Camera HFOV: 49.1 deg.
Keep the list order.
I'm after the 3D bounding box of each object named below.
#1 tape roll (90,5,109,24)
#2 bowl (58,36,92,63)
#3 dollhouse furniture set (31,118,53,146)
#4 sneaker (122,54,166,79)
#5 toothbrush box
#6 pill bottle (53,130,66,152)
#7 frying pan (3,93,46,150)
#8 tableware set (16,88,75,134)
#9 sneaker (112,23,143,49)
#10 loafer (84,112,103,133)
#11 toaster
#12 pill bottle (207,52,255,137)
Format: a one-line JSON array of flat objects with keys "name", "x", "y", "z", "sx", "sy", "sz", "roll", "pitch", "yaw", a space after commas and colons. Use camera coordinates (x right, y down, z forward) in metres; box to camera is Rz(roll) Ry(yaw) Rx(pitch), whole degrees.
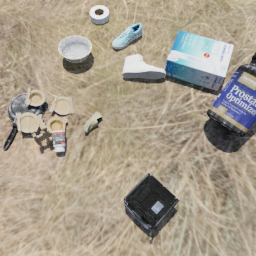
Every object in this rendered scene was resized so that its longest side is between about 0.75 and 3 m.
[{"name": "tape roll", "x": -1.407, "y": -5.633, "z": 13.923, "sx": 0.979, "sy": 0.342, "sz": 0.979, "roll": 0, "pitch": 63, "yaw": 0}, {"name": "bowl", "x": -2.337, "y": -3.385, "z": 12.585, "sx": 1.475, "sy": 0.692, "sz": 1.475, "roll": 1, "pitch": 58, "yaw": -2}, {"name": "dollhouse furniture set", "x": -3.282, "y": 0.166, "z": 10.556, "sx": 0.642, "sy": 1.238, "sz": 0.548, "roll": -28, "pitch": 67, "yaw": -13}, {"name": "sneaker", "x": 0.732, "y": -2.759, "z": 12.310, "sx": 1.887, "sy": 0.695, "sz": 1.090, "roll": 4, "pitch": 67, "yaw": 3}, {"name": "toothbrush box", "x": 3.054, "y": -2.947, "z": 12.192, "sx": 2.503, "sy": 1.067, "sz": 1.832, "roll": 20, "pitch": 66, "yaw": 8}, {"name": "pill bottle", "x": -2.634, "y": 0.515, "z": 10.737, "sx": 0.461, "sy": 0.461, "sz": 0.795, "roll": -6, "pitch": 83, "yaw": -3}, {"name": "frying pan", "x": -4.534, "y": -0.497, "z": 11.385, "sx": 1.570, "sy": 0.423, "sz": 2.596, "roll": 37, "pitch": 66, "yaw": 15}, {"name": "tableware set", "x": -3.300, "y": -0.606, "z": 11.271, "sx": 2.233, "sy": 0.259, "sz": 1.865, "roll": 9, "pitch": 67, "yaw": -11}, {"name": "sneaker", "x": -0.052, "y": -4.378, "z": 13.092, "sx": 1.752, "sy": 0.718, "sz": 0.648, "roll": -40, "pitch": 69, "yaw": -18}, {"name": "loafer", "x": -1.383, "y": -0.200, "z": 11.205, "sx": 0.363, "sy": 0.403, "sz": 1.064, "roll": 25, "pitch": 66, "yaw": 19}, {"name": "toaster", "x": 0.722, "y": 2.585, "z": 9.530, "sx": 1.429, "sy": 0.938, "sz": 1.580, "roll": 40, "pitch": 70, "yaw": 18}, {"name": "pill bottle", "x": 4.419, "y": -1.289, "z": 10.359, "sx": 1.659, "sy": 1.659, "sz": 2.967, "roll": 36, "pitch": 102, "yaw": 16}]
